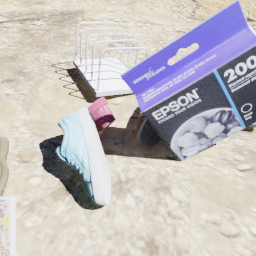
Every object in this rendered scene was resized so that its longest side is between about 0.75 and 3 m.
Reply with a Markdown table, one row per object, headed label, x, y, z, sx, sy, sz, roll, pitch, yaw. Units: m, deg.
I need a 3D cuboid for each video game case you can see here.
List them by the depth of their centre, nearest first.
| label | x | y | z | sx | sy | sz | roll | pitch | yaw |
| --- | --- | --- | --- | --- | --- | --- | --- | --- | --- |
| video game case | -2.808 | 2.061 | 5.097 | 1.481 | 1.627 | 0.186 | 1 | 1 | 0 |

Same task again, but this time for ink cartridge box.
| label | x | y | z | sx | sy | sz | roll | pitch | yaw |
| --- | --- | --- | --- | --- | --- | --- | --- | --- | --- |
| ink cartridge box | 1.823 | -0.832 | 6.589 | 2.939 | 2.967 | 0.644 | -31 | 36 | 17 |

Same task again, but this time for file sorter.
| label | x | y | z | sx | sy | sz | roll | pitch | yaw |
| --- | --- | --- | --- | --- | --- | --- | --- | --- | --- |
| file sorter | -0.717 | -2.678 | 10.514 | 1.944 | 1.744 | 2.801 | -10 | 40 | -24 |

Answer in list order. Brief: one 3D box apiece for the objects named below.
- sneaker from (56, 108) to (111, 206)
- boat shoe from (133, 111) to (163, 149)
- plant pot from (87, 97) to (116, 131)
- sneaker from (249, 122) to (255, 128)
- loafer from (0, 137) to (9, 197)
| label | x | y | z | sx | sy | sz | roll | pitch | yaw |
| --- | --- | --- | --- | --- | --- | --- | --- | --- | --- |
| sneaker | -1.168 | 0.773 | 6.986 | 1.102 | 0.994 | 2.690 | -21 | 55 | 3 |
| boat shoe | 0.783 | -0.312 | 8.635 | 0.892 | 0.941 | 2.485 | -9 | 35 | 45 |
| plant pot | -0.824 | -0.382 | 8.580 | 0.772 | 0.862 | 0.862 | 50 | 52 | 1 |
| sneaker | 3.567 | -0.828 | 9.234 | 1.225 | 0.781 | 2.119 | 5 | 36 | 7 |
| loafer | -3.303 | 1.031 | 6.353 | 0.957 | 1.079 | 2.837 | 14 | 16 | -27 |
